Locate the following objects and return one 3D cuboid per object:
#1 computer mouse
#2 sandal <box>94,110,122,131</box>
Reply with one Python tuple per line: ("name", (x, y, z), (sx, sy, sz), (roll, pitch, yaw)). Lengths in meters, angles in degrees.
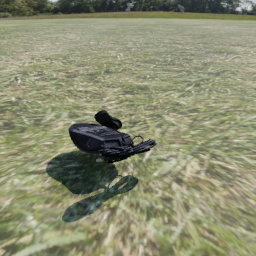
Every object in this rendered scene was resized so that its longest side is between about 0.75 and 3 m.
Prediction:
("computer mouse", (-0.567, 0.368, 6.187), (1.470, 0.560, 2.123), (-9, 19, -42))
("sandal", (-0.487, -0.092, 7.344), (0.465, 1.237, 0.296), (-35, 64, 11))
